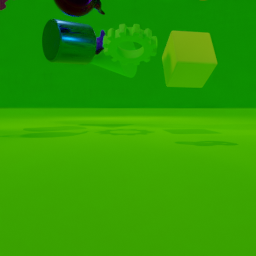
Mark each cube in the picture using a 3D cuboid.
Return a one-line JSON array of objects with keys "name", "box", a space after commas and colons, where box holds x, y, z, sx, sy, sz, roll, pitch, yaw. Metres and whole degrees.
[{"name": "cube", "box": [1.676, -1.904, 7.882, 1.107, 1.107, 1.107, 0, -27, -9]}]

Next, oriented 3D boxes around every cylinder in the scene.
[{"name": "cylinder", "box": [-1.909, -2.763, 9.098, 1.312, 1.312, 1.312, -7, 8, -40]}]

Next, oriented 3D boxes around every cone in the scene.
[{"name": "cone", "box": [-0.719, -2.571, 10.418, 1.632, 1.626, 1.626, -5, 2, 25]}]

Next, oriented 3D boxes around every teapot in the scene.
[{"name": "teapot", "box": [-1.492, -3.745, 7.953, 2.060, 1.281, 1.009, 16, -2, -24]}]

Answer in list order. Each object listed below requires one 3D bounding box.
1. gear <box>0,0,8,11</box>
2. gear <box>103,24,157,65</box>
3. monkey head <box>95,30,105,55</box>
[{"name": "gear", "box": [-3.013, -3.228, 6.039, 1.594, 0.295, 1.594, -42, -9, -8]}, {"name": "gear", "box": [0.061, -2.306, 7.892, 1.504, 0.278, 1.504, 2, -20, 1]}, {"name": "monkey head", "box": [-1.180, -3.273, 10.721, 0.737, 0.880, 1.223, -5, 21, -3]}]
